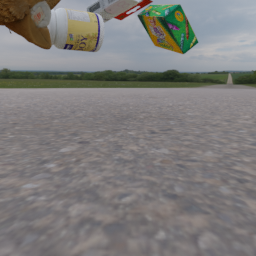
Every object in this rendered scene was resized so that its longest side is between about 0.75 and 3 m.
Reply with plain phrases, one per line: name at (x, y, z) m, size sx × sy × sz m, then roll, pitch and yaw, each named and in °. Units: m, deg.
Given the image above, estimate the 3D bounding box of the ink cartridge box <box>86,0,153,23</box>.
ink cartridge box at (-0.195, -4.082, 9.669) m, size 1.590 × 0.558 × 1.957 m, roll -16°, pitch -8°, yaw 35°

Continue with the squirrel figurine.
squirrel figurine at (-2.791, -2.690, 6.245) m, size 1.831 × 1.389 × 1.962 m, roll 19°, pitch 16°, yaw 22°

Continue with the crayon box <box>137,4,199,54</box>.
crayon box at (1.368, -3.611, 10.102) m, size 0.714 × 1.457 × 2.452 m, roll -39°, pitch 29°, yaw -1°

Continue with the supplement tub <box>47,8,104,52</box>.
supplement tub at (-1.578, -2.833, 8.144) m, size 1.548 × 1.125 × 1.125 m, roll -3°, pitch 10°, yaw -27°
